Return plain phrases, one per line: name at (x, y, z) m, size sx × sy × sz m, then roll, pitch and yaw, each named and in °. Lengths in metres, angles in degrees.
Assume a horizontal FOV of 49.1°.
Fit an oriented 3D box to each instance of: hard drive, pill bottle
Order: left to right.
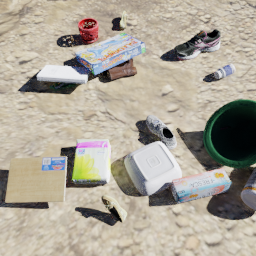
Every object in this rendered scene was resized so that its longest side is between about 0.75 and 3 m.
hard drive at (-2.786, -2.400, 12.435) m, size 2.077 × 0.273 × 1.370 m, roll 5°, pitch 33°, yaw 1°
pill bottle at (4.370, -2.544, 12.706) m, size 0.884 × 0.490 × 0.490 m, roll -25°, pitch 60°, yaw -15°
pill bottle at (4.654, 1.852, 9.474) m, size 1.039 × 1.039 × 1.786 m, roll 32°, pitch 62°, yaw 19°

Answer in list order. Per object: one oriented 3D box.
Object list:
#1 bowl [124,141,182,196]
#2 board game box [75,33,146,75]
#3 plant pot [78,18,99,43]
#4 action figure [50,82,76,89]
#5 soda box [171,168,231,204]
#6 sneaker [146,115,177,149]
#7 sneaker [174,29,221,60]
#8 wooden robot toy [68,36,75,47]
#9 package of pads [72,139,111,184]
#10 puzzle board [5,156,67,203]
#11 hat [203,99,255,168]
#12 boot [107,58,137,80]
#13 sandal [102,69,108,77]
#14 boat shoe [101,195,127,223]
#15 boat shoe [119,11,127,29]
bowl at (0.900, 1.346, 10.040) m, size 1.778 × 0.665 × 1.781 m, roll -23°, pitch 61°, yaw -14°
board game box at (-0.816, -3.516, 13.030) m, size 2.757 × 0.475 × 1.866 m, roll -29°, pitch 44°, yaw -19°
plant pot at (-1.949, -4.829, 13.965) m, size 0.998 × 0.909 × 0.998 m, roll 0°, pitch 57°, yaw 0°
action figure at (-2.918, -1.959, 12.420) m, size 1.150 × 0.314 × 0.679 m, roll -23°, pitch 48°, yaw -19°
soda box at (2.483, 1.979, 9.599) m, size 1.912 × 0.608 × 0.654 m, roll -12°, pitch 48°, yaw -7°
sneaker at (1.339, 0.017, 10.885) m, size 0.630 × 0.691 × 1.686 m, roll -32°, pitch 62°, yaw -19°
sneaker at (3.337, -4.153, 13.427) m, size 2.471 × 1.067 × 0.993 m, roll -22°, pitch 58°, yaw -13°
wooden robot toy at (-2.864, -4.449, 14.050) m, size 0.343 × 0.353 × 0.778 m, roll -9°, pitch 57°, yaw -7°
package of pads at (-1.270, 1.209, 10.175) m, size 1.294 × 0.571 × 1.674 m, roll 0°, pitch 57°, yaw 1°
puzzle board at (-3.099, 1.757, 9.561) m, size 2.027 × 0.176 × 1.527 m, roll -3°, pitch 69°, yaw 5°
hat at (4.715, 0.319, 10.963) m, size 2.960 × 2.605 × 2.451 m, roll -37°, pitch 62°, yaw 19°
boot at (-0.398, -2.822, 12.917) m, size 1.376 × 0.442 × 1.283 m, roll -15°, pitch 58°, yaw -9°
sandal at (-0.984, -2.840, 12.988) m, size 0.398 × 0.239 × 1.060 m, roll 2°, pitch 67°, yaw -4°
boat shoe at (-0.466, 2.595, 9.042) m, size 1.076 × 0.394 × 0.337 m, roll 43°, pitch 36°, yaw -8°
boat shoe at (-0.184, -5.717, 14.862) m, size 0.381 × 0.441 × 1.210 m, roll 12°, pitch 58°, yaw -4°
